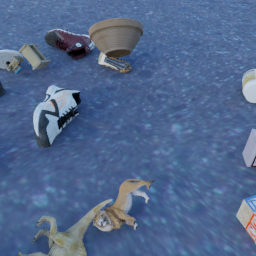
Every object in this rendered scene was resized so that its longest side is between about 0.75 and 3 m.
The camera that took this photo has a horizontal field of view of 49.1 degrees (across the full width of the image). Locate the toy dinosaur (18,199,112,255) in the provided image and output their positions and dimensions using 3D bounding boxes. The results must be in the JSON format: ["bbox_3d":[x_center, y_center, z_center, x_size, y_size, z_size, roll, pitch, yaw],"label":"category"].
[{"bbox_3d":[-1.341,2.360,5.709,1.226,0.706,2.425,26,54,8],"label":"toy dinosaur"}]

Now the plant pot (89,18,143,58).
[{"bbox_3d":[-0.416,-3.358,10.864,2.124,0.980,2.124,-7,-1,0],"label":"plant pot"}]

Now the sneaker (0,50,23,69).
[{"bbox_3d":[-5.577,-3.009,11.649,2.221,0.811,1.242,-15,44,-15],"label":"sneaker"}]

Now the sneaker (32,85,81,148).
[{"bbox_3d":[-2.118,-0.464,8.583,1.090,1.004,2.724,3,41,1],"label":"sneaker"}]

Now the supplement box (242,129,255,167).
[{"bbox_3d":[4.096,0.567,7.390,1.775,0.966,0.540,3,41,2],"label":"supplement box"}]

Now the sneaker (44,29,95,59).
[{"bbox_3d":[-2.746,-3.675,12.405,2.371,0.897,1.370,7,44,7],"label":"sneaker"}]

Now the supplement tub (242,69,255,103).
[{"bbox_3d":[4.484,-1.483,9.890,0.817,0.817,1.131,11,42,12],"label":"supplement tub"}]

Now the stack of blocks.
[{"bbox_3d":[3.788,1.931,6.010,2.359,0.691,1.358,-13,42,-14],"label":"stack of blocks"}]

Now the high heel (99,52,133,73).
[{"bbox_3d":[-0.538,-2.737,11.760,1.268,0.635,1.778,18,17,-23],"label":"high heel"}]

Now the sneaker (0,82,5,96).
[{"bbox_3d":[-4.949,-1.205,9.680,0.564,0.674,1.485,16,44,14],"label":"sneaker"}]

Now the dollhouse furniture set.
[{"bbox_3d":[-4.007,-2.600,11.298,0.930,1.320,0.925,50,20,-5],"label":"dollhouse furniture set"}]

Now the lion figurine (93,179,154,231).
[{"bbox_3d":[-0.087,1.654,6.238,0.919,0.544,1.500,18,62,27],"label":"lion figurine"}]
